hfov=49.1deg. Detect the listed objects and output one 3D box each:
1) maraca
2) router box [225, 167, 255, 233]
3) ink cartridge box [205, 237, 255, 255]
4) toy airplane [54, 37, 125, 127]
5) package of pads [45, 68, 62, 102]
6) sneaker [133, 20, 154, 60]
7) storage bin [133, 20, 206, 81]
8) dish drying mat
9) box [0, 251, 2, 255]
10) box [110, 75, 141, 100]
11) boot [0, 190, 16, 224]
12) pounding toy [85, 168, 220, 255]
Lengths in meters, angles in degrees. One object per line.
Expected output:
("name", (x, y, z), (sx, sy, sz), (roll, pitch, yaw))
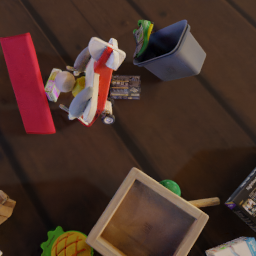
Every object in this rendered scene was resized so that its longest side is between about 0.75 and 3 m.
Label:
("maraca", (-1.691, 3.349, 7.709), (1.613, 0.863, 1.106), (13, 56, 26))
("router box", (4.575, 1.995, 8.222), (2.691, 0.703, 2.116), (-42, 75, -14))
("ink cartridge box", (2.895, 3.581, 7.559), (1.189, 0.873, 0.869), (-18, 71, -7))
("toy airplane", (-1.150, -1.371, 8.034), (1.876, 2.658, 2.646), (5, 89, -10))
("package of pads", (-2.476, -1.461, 9.473), (0.320, 0.725, 0.938), (15, 70, 5))
("sneaker", (0.396, -2.900, 9.249), (0.582, 0.533, 1.365), (16, 83, -5))
("storage bin", (1.447, -2.396, 9.101), (1.381, 2.056, 1.496), (35, 70, -31))
("dish drying mat", (-2.822, -1.170, 7.978), (1.089, 0.258, 2.836), (2, 112, 27))
("box", (-4.615, 3.126, 7.407), (1.924, 1.465, 1.023), (38, 74, 13))
("box", (-0.078, -1.424, 9.713), (1.031, 0.253, 0.831), (2, 69, 1))
("boot", (-4.077, 2.300, 8.289), (1.398, 0.491, 1.022), (29, 66, 9))
("pounding toy", (0.873, 2.473, 7.642), (2.576, 1.989, 2.798), (32, 84, 12))
